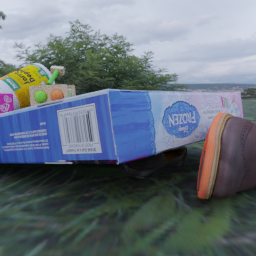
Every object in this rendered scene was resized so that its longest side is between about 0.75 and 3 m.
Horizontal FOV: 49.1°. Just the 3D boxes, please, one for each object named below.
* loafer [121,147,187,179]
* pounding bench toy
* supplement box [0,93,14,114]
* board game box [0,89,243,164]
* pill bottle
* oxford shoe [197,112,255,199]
[{"bbox_3d":[0.336,0.381,3.423,0.901,0.326,0.328,-7,44,-33],"label":"loafer"},{"bbox_3d":[-2.480,-1.161,9.301,1.198,1.929,1.505,-3,7,0],"label":"pounding bench toy"},{"bbox_3d":[-3.877,-0.431,7.501,1.027,1.005,1.986,-6,9,-39],"label":"supplement box"},{"bbox_3d":[-0.298,-0.026,4.139,2.994,0.649,2.979,-6,3,40],"label":"board game box"},{"bbox_3d":[-4.073,-1.298,10.285,1.444,1.444,2.560,6,34,39],"label":"pill bottle"},{"bbox_3d":[1.367,0.271,3.015,0.818,0.803,2.255,14,16,31],"label":"oxford shoe"}]
